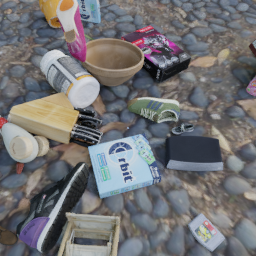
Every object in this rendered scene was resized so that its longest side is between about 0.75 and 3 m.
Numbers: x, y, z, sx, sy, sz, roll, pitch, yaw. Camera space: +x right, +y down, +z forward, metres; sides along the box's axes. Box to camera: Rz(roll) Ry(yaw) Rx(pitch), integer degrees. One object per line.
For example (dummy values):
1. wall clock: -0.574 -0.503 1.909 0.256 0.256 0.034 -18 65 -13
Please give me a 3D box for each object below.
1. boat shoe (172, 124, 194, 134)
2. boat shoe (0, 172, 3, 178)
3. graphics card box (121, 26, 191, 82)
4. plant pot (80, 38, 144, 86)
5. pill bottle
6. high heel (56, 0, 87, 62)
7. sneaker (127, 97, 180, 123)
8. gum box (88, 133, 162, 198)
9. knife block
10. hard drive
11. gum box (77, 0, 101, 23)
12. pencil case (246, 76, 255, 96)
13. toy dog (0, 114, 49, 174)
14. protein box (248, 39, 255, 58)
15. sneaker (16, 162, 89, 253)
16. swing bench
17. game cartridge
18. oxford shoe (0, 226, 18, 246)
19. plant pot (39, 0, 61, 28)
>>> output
1. boat shoe: 2.123 0.020 10.783 0.859 0.293 0.317 -4 56 -3
2. boat shoe: -4.961 1.061 9.910 0.743 0.755 2.026 -20 67 -24
3. graphics card box: 1.214 -3.450 12.764 1.817 0.737 2.897 -29 62 -26
4. plant pot: -0.693 -2.639 11.845 2.658 1.227 2.658 4 44 -3
5. pill bottle: -2.424 -2.036 11.425 1.461 1.461 2.512 -34 61 -21
6. high heel: -1.724 -3.232 9.072 0.750 1.069 2.228 -19 63 3
7. sneaker: 1.032 -0.640 10.963 2.094 0.702 0.940 1 51 -3
8. gum box: -0.147 1.277 9.828 2.161 0.481 1.836 -14 57 -9
9. knife block: -2.434 0.006 10.099 2.821 0.903 2.477 -22 64 -28
10. hard drive: 2.386 0.872 10.130 1.999 0.423 1.349 2 56 2
11. gum box: -2.214 -6.151 14.277 1.600 1.360 0.357 16 58 10
12. pencil case: 5.611 -1.970 11.935 0.607 0.607 1.389 33 62 20
13. toy dog: -4.178 0.511 9.756 2.931 1.933 1.412 32 97 37
14. protein box: 6.509 -2.921 11.624 1.987 1.350 2.001 12 50 -31
15. sneaker: -2.382 2.206 8.875 1.312 1.135 2.998 18 58 18
16. swing bench: -1.098 3.393 8.123 1.581 1.031 1.589 4 51 3
17. game cartridge: 2.395 3.244 8.695 0.681 0.209 1.023 -36 63 -17
18. oxford shoe: -3.888 3.223 8.525 1.174 0.496 0.427 21 57 12
19. plant pot: -3.683 -5.880 14.189 1.427 1.427 1.306 -12 73 -8
